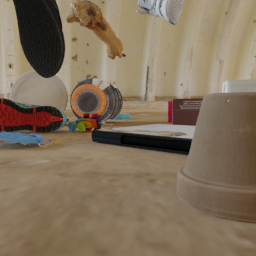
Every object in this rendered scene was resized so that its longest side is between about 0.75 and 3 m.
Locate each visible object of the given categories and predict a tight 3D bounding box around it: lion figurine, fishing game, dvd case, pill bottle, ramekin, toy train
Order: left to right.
[{"bbox_3d":[-1.852,0.198,4.555,1.358,0.211,0.972,8,5,1],"label":"fishing game"},{"bbox_3d":[-2.917,-0.962,9.434,1.854,1.854,0.863,-1,-6,-7],"label":"ramekin"},{"bbox_3d":[-0.929,-0.078,6.717,0.617,0.451,1.066,-18,15,-40],"label":"toy train"},{"bbox_3d":[-1.100,-0.940,10.013,1.578,1.578,2.970,0,5,5],"label":"pill bottle"},{"bbox_3d":[-0.846,-3.250,9.609,2.863,1.037,1.753,36,9,-29],"label":"lion figurine"},{"bbox_3d":[1.048,0.150,4.726,2.840,0.249,2.026,5,6,43],"label":"dvd case"}]

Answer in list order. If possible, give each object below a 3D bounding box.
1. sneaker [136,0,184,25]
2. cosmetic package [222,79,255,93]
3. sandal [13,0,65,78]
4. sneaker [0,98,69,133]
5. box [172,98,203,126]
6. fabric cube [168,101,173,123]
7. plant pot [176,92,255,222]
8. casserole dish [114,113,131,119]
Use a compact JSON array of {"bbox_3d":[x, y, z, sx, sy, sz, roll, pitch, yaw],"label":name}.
[{"bbox_3d":[0.793,-3.206,7.277,1.206,0.788,2.098,15,23,7],"label":"sneaker"},{"bbox_3d":[4.279,-0.889,9.693,1.820,1.513,1.523,0,5,14],"label":"cosmetic package"},{"bbox_3d":[-1.917,-2.606,6.127,1.110,2.953,0.707,-2,19,27],"label":"sandal"},{"bbox_3d":[-2.506,-0.225,7.009,2.059,0.816,0.983,10,0,5],"label":"sneaker"},{"bbox_3d":[1.516,-0.275,6.498,0.819,0.811,0.987,2,5,20],"label":"box"},{"bbox_3d":[2.082,-0.628,10.784,0.836,0.833,0.820,4,7,42],"label":"fabric cube"},{"bbox_3d":[0.768,0.134,1.941,0.847,0.739,0.847,0,3,0],"label":"plant pot"},{"bbox_3d":[-0.431,-0.590,13.765,0.890,0.285,1.470,2,6,26],"label":"casserole dish"}]
